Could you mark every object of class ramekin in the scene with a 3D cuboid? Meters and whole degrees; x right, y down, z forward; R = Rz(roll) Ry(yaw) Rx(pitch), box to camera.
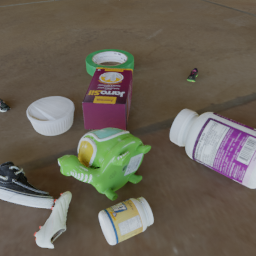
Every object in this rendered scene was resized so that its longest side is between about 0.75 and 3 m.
[{"bbox_3d":[-2.836,-0.424,10.483,1.713,0.798,1.713,1,37,0],"label":"ramekin"}]

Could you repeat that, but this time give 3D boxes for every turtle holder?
[{"bbox_3d":[-0.686,0.952,7.865,1.689,1.807,2.379,33,56,28],"label":"turtle holder"}]

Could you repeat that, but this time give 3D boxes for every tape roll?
[{"bbox_3d":[-0.926,-3.329,14.433,2.460,0.591,2.460,0,38,0],"label":"tape roll"}]

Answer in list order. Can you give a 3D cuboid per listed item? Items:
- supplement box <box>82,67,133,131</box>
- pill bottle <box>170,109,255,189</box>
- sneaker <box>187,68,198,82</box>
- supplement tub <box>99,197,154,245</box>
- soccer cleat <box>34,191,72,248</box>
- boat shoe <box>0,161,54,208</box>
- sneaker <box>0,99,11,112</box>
[{"bbox_3d":[-0.710,-1.229,11.154,1.592,1.235,2.884,3,38,4],"label":"supplement box"},{"bbox_3d":[2.833,0.482,8.632,2.933,1.646,1.646,27,45,31],"label":"pill bottle"},{"bbox_3d":[3.134,-2.580,13.557,0.426,0.465,1.109,12,39,16],"label":"sneaker"},{"bbox_3d":[-0.050,2.267,6.944,1.176,0.850,0.850,-18,41,-20],"label":"supplement tub"},{"bbox_3d":[-1.769,2.336,7.180,0.597,0.534,1.540,17,47,13],"label":"soccer cleat"},{"bbox_3d":[-3.257,1.394,7.567,2.857,1.025,0.968,15,74,12],"label":"boat shoe"},{"bbox_3d":[-5.246,-0.996,11.543,0.967,0.417,0.388,25,45,28],"label":"sneaker"}]
